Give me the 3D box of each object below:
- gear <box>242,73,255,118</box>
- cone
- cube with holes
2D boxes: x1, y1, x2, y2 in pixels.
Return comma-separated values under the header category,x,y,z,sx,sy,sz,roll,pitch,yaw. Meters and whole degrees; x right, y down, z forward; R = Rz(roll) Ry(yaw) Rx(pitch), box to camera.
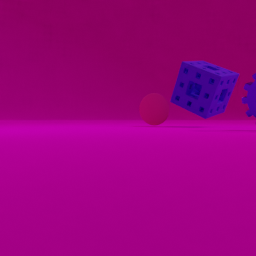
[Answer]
category,x,y,z,sx,sy,sz,roll,pitch,yaw
gear,3.125,-0.620,5.980,0.245,1.327,1.327,-19,13,-37
cone,0.758,-0.647,10.175,1.110,1.110,1.115,-1,1,-17
cube with holes,2.472,-1.297,9.103,1.369,1.369,1.369,32,31,33
